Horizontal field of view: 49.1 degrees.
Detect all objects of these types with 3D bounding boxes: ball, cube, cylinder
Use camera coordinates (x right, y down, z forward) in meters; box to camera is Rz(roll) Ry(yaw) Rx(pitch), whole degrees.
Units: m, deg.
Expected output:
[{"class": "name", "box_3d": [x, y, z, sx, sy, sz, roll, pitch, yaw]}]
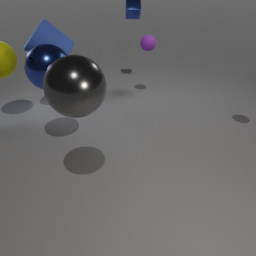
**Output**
[{"class": "ball", "box_3d": [-1.183, -0.928, 6.300, 1.400, 1.400, 1.400, 0, 30, 0]}, {"class": "ball", "box_3d": [-2.433, -1.852, 8.574, 1.400, 1.400, 1.400, 0, 30, 0]}, {"class": "cube", "box_3d": [0.242, -5.815, 13.643, 0.700, 0.700, 0.700, 0, 72, -4]}, {"class": "ball", "box_3d": [0.905, -3.822, 12.608, 0.700, 0.700, 0.700, 0, 30, 0]}, {"class": "ball", "box_3d": [-4.915, -2.567, 10.521, 1.400, 1.400, 1.400, 0, 30, 0]}, {"class": "cylinder", "box_3d": [-3.069, -3.218, 10.912, 1.400, 1.400, 1.400, 35, 19, -26]}]
